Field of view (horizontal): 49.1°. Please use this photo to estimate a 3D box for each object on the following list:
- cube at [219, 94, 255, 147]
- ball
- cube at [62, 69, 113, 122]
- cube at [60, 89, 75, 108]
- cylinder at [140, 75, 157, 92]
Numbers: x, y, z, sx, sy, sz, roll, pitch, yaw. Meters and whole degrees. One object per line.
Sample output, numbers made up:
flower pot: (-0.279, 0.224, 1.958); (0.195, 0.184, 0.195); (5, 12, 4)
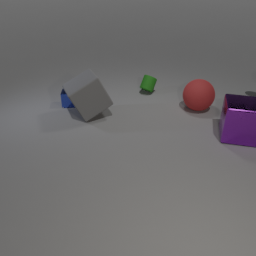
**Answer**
cube: (4.207, -0.302, 10.299); (1.400, 1.400, 1.400); (8, 31, 11)
ball: (3.135, -1.463, 12.420); (1.400, 1.400, 1.400); (0, 29, 0)
cube: (-1.699, -1.400, 11.786); (1.400, 1.400, 1.400); (-34, 35, -4)
cube: (-2.715, -1.397, 13.035); (0.700, 0.700, 0.700); (-2, 29, -4)
cylinder: (1.038, -2.270, 14.288); (0.700, 0.700, 0.700); (21, 3, -1)
